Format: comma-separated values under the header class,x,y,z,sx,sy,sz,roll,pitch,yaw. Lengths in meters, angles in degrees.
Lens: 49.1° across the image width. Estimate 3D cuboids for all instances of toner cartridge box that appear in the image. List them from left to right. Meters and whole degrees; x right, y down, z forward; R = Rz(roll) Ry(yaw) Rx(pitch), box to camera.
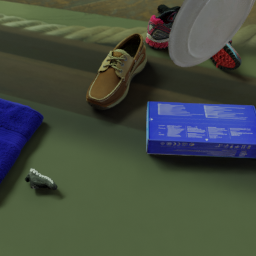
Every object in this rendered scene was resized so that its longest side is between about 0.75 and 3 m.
class,x,y,z,sx,sy,sz,roll,pitch,yaw
toner cartridge box,1.853,0.026,7.067,2.757,0.595,1.309,3,49,2

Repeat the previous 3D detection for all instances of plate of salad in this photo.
class,x,y,z,sx,sy,sz,roll,pitch,yaw
plate of salad,1.083,-1.461,3.663,1.492,1.492,0.358,-27,60,-21

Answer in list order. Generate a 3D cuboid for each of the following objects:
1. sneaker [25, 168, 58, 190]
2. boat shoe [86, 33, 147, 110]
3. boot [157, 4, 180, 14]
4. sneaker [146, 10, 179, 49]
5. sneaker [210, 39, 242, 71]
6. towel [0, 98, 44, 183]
class,x,y,z,sx,sy,sz,roll,pitch,yaw
sneaker,-1.966,1.237,6.264,0.857,0.285,0.388,24,56,23
boat shoe,-0.328,-1.815,8.300,1.123,1.096,2.969,19,52,15
boot,1.659,-4.839,11.412,0.832,0.308,0.681,-33,56,-21
sneaker,1.883,-3.749,9.998,2.759,1.030,1.112,-31,56,-24
sneaker,3.140,-2.758,9.274,1.042,0.865,2.181,-18,52,-17
towel,-3.459,0.287,6.827,1.856,0.623,2.514,12,51,11
